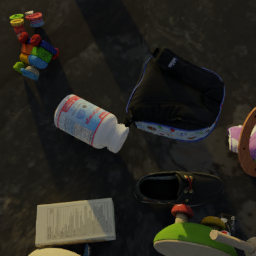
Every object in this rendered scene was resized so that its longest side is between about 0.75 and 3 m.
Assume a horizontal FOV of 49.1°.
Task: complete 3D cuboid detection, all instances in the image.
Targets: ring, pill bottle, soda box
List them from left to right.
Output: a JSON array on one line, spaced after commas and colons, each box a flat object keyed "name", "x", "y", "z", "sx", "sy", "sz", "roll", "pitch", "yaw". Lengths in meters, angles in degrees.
[{"name": "pill bottle", "x": -1.176, "y": -0.101, "z": 9.276, "sx": 2.280, "sy": 1.240, "sz": 1.240, "roll": 27, "pitch": 70, "yaw": 10}, {"name": "soda box", "x": 2.873, "y": 3.271, "z": 8.272, "sx": 0.430, "sy": 0.481, "sz": 1.359, "roll": 10, "pitch": 67, "yaw": 6}, {"name": "ring", "x": 4.301, "y": 0.336, "z": 8.852, "sx": 2.475, "sy": 0.237, "sz": 2.475, "roll": -7, "pitch": 104, "yaw": -28}]

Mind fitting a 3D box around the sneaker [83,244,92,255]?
[{"name": "sneaker", "x": -1.303, "y": 3.821, "z": 8.130, "sx": 0.396, "sy": 0.345, "sz": 0.880, "roll": 6, "pitch": 67, "yaw": 6}]

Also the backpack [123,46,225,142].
[{"name": "backpack", "x": 1.154, "y": -0.562, "z": 6.404, "sx": 1.933, "sy": 1.563, "sz": 2.029, "roll": 17, "pitch": 78, "yaw": 23}]

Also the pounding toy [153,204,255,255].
[{"name": "pounding toy", "x": 1.643, "y": 2.196, "z": 5.975, "sx": 1.748, "sy": 2.265, "sz": 1.051, "roll": 30, "pitch": 54, "yaw": -19}]

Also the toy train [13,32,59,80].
[{"name": "toy train", "x": -3.870, "y": -2.730, "z": 10.646, "sx": 2.552, "sy": 1.080, "sz": 1.476, "roll": 23, "pitch": 85, "yaw": 40}]

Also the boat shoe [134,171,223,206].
[{"name": "boat shoe", "x": 1.619, "y": 1.866, "z": 8.656, "sx": 2.841, "sy": 0.890, "sz": 1.039, "roll": -1, "pitch": 71, "yaw": -3}]

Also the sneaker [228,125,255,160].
[{"name": "sneaker", "x": 4.209, "y": -0.048, "z": 9.464, "sx": 1.420, "sy": 0.903, "sz": 2.491, "roll": 15, "pitch": 47, "yaw": 35}]

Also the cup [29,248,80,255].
[{"name": "cup", "x": -2.122, "y": 3.958, "z": 7.440, "sx": 1.290, "sy": 1.804, "sz": 1.804, "roll": 18, "pitch": 66, "yaw": 37}]

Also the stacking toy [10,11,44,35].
[{"name": "stacking toy", "x": -4.171, "y": -4.317, "z": 11.530, "sx": 1.300, "sy": 0.549, "sz": 1.176, "roll": -24, "pitch": 42, "yaw": -21}]

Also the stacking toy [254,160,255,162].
[{"name": "stacking toy", "x": 4.711, "y": 0.945, "z": 9.081, "sx": 1.033, "sy": 0.935, "sz": 0.436, "roll": -41, "pitch": 90, "yaw": -17}]

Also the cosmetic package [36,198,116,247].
[{"name": "cosmetic package", "x": -1.505, "y": 2.804, "z": 8.272, "sx": 2.211, "sy": 0.786, "sz": 1.163, "roll": -4, "pitch": 63, "yaw": -2}]
